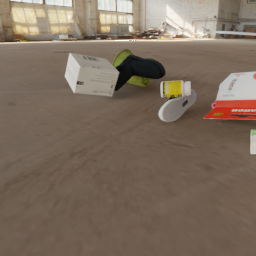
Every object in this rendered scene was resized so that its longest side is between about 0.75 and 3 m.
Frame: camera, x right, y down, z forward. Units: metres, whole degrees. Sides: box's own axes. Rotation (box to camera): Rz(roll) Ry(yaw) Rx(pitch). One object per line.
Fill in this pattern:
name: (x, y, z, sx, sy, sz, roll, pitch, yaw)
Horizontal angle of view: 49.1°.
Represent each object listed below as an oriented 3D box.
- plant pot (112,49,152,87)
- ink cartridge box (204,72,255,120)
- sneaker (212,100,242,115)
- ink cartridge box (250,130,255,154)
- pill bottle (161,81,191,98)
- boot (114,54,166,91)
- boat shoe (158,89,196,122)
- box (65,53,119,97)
plant pot: (0.340, -2.760, 13.637, 1.618, 1.704, 1.704, 29, 33, 29)
ink cartridge box: (3.781, -1.066, 8.432, 2.256, 0.697, 2.782, 3, 25, 39)
sneaker: (3.346, -0.679, 9.316, 1.220, 0.482, 0.582, 17, 24, 41)
ink cartridge box: (3.431, 0.332, 6.515, 1.058, 0.356, 0.620, 1, 30, 24)
pill bottle: (1.483, -1.211, 8.686, 0.898, 0.513, 0.513, -1, 20, 13)
boot: (0.174, -2.188, 11.915, 2.307, 0.881, 1.938, 29, 62, 37)
boat shoe: (1.535, -0.744, 9.151, 0.550, 0.666, 1.942, 7, 29, 44)
box: (-1.445, -2.081, 10.943, 1.605, 1.055, 1.614, 2, 31, -29)
